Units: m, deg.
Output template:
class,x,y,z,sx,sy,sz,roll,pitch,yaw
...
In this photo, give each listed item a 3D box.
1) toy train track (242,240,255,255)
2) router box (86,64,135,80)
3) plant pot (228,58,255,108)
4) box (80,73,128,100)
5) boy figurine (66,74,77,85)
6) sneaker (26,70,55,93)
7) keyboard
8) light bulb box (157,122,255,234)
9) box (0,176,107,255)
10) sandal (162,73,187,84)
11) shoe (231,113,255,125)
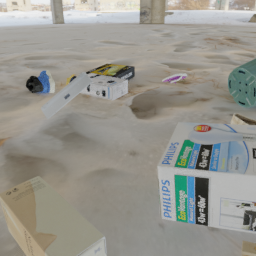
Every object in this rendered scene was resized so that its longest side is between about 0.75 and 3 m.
class,x,y,z,sx,sy,sz,roll,pitch,yaw
toy train track,3.380,2.575,5.235,2.334,0.380,1.339,5,33,22
router box,-0.985,-3.149,16.484,1.969,0.654,2.504,12,28,22
plant pot,6.094,-2.174,12.682,2.463,2.515,2.515,-21,31,-15
box,-1.384,-2.171,14.417,2.436,0.732,1.421,16,30,30
boy figurine,-3.073,-2.532,15.267,0.452,0.873,1.404,29,-5,-24
sneaker,-4.786,-2.508,14.902,1.316,0.908,2.365,-4,32,-27
keyboard,-1.754,-0.935,7.965,1.662,0.089,0.468,-40,69,1
light bulb box,2.170,1.022,6.738,2.438,1.521,2.417,3,25,20
box,-1.482,2.042,5.405,0.927,1.133,2.386,-23,33,-37
sandal,1.873,-1.890,10.867,1.250,0.307,0.509,-17,-7,-33
shoe,4.616,0.137,9.809,0.842,0.642,2.407,-17,31,-30
